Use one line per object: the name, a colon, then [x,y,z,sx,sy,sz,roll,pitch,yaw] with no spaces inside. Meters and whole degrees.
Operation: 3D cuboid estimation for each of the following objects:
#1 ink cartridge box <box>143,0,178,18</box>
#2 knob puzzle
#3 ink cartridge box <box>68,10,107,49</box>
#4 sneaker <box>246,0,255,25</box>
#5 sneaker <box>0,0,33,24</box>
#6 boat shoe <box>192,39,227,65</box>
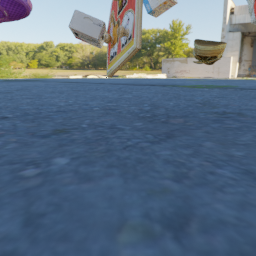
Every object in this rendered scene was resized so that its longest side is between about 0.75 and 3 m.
ink cartridge box: [1.203,-4.685,10.156,1.139,0.713,0.732,-24,-8,33]
knob puzzle: [-0.276,-3.165,7.715,0.446,3.219,3.219,4,10,-19]
ink cartridge box: [-1.294,-3.251,9.345,1.045,0.606,1.448,22,2,-3]
sneaker: [2.403,-2.499,4.588,1.041,2.956,1.382,-11,32,48]
sneaker: [-2.557,-1.935,4.824,1.792,0.792,0.721,-5,-31,0]
boat shoe: [1.987,-1.802,6.822,0.726,0.621,1.982,15,19,20]
